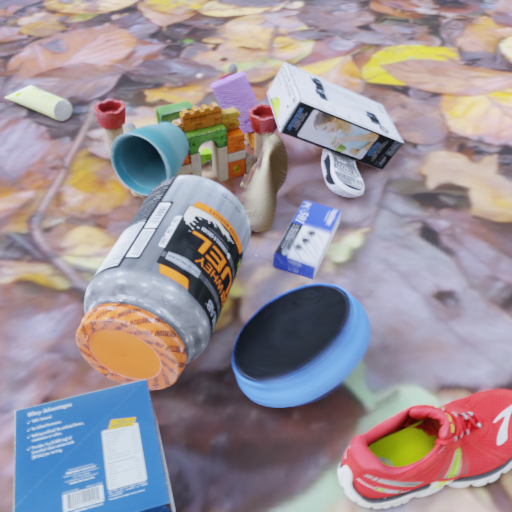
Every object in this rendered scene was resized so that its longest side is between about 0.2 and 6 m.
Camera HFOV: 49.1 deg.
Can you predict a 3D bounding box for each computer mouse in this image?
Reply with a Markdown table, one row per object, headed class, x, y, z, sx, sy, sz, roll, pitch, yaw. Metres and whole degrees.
| class | x | y | z | sx | sy | sz | roll | pitch | yaw |
| --- | --- | --- | --- | --- | --- | --- | --- | --- | --- |
| computer mouse | 1.637 | -1.845 | 11.524 | 1.193 | 0.477 | 2.175 | 19 | 40 | -21 |

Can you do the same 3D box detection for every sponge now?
| class | x | y | z | sx | sy | sz | roll | pitch | yaw |
| --- | --- | --- | --- | --- | --- | --- | --- | --- | --- |
| sponge | -0.354 | -3.193 | 11.874 | 0.726 | 1.302 | 0.194 | -16 | 43 | 17 |

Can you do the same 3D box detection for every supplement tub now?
| class | x | y | z | sx | sy | sz | roll | pitch | yaw |
| --- | --- | --- | --- | --- | --- | --- | --- | --- | --- |
| supplement tub | -1.292 | 0.329 | 8.258 | 1.841 | 1.841 | 3.005 | 10 | 44 | 11 |

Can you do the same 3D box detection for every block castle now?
| class | x | y | z | sx | sy | sz | roll | pitch | yaw |
| --- | --- | --- | --- | --- | --- | --- | --- | --- | --- |
| block castle | -1.426 | -2.749 | 11.758 | 3.444 | 1.616 | 2.301 | -18 | 46 | -19 |

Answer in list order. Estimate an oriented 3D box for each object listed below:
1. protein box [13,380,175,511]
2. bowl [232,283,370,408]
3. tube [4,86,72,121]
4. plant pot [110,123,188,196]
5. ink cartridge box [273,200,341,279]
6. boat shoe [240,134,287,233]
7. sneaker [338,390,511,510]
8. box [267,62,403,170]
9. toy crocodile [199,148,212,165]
| class | x | y | z | sx | sy | sz | roll | pitch | yaw |
| --- | --- | --- | --- | --- | --- | --- | --- | --- | --- |
| protein box | -1.839 | 2.524 | 6.440 | 1.576 | 1.071 | 1.588 | -12 | 44 | -12 |
| bowl | 0.556 | 1.143 | 7.718 | 2.027 | 0.398 | 2.027 | -26 | 28 | 15 |
| tube | -5.345 | -3.818 | 13.777 | 2.024 | 0.525 | 0.587 | 27 | 11 | 33 |
| plant pot | -1.795 | -1.840 | 10.001 | 1.160 | 1.160 | 1.090 | 17 | 39 | 17 |
| ink cartridge box | 0.936 | -0.330 | 10.049 | 0.760 | 0.357 | 1.616 | 17 | 45 | 14 |
| boat shoe | 0.028 | -1.389 | 10.647 | 0.776 | 0.778 | 2.157 | -3 | 62 | 29 |
| sneaker | 2.271 | 2.208 | 6.731 | 2.692 | 1.143 | 1.037 | -17 | 45 | -17 |
| box | 1.603 | -2.853 | 11.532 | 2.597 | 0.781 | 1.515 | 14 | 42 | -27 |
| toy crocodile | -1.496 | -1.950 | 11.829 | 1.385 | 0.428 | 0.468 | -28 | 48 | -21 |
